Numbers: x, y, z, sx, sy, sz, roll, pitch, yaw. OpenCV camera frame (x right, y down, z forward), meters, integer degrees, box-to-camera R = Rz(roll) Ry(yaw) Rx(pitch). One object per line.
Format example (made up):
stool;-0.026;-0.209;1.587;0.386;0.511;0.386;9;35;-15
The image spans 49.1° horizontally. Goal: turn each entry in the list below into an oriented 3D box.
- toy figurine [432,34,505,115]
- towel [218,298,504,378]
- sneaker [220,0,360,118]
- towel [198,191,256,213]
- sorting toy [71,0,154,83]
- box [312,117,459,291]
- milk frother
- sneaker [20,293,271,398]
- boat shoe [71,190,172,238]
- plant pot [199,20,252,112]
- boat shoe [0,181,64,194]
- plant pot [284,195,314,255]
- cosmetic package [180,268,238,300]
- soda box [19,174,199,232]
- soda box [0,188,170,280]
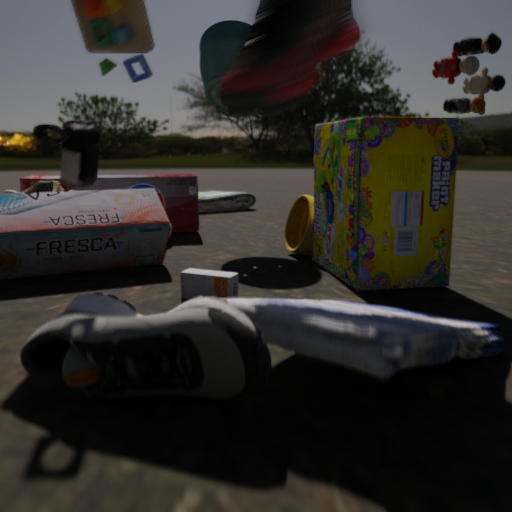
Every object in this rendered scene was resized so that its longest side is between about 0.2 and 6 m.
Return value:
toy figurine;2.841;-2.363;7.354;0.891;0.877;0.620;-43;32;-26
towel;0.963;0.661;5.135;1.941;0.315;2.643;8;1;39
sneaker;0.365;-2.692;6.683;0.999;1.380;2.825;12;45;30
towel;-1.484;-1.801;18.131;2.341;0.564;2.004;-7;14;-33
sorting toy;-2.220;-3.586;8.428;1.174;2.085;0.284;6;40;18
box;1.865;-0.893;8.739;1.452;2.380;2.292;-2;11;-11
milk frother;-3.588;-1.909;10.588;1.198;1.127;1.081;3;24;-21
sneaker;-0.908;0.827;4.462;2.254;0.833;0.894;-1;19;29
boat shoe;-2.769;-0.642;11.027;2.272;0.839;0.969;19;22;-17
plant pot;-0.546;-4.121;12.545;1.592;1.495;1.592;2;-29;1
boat shoe;-4.614;-0.651;10.436;1.248;1.142;3.339;4;17;8
plant pot;1.211;-0.494;10.486;1.036;1.102;1.102;13;6;-19
cosmetic package;-0.620;0.398;7.409;0.745;0.378;0.266;4;12;24
soda box;-3.298;-1.197;12.957;3.864;1.353;1.225;-2;11;-12
soda box;-2.982;-0.395;9.028;3.016;0.959;1.031;-5;43;-26
